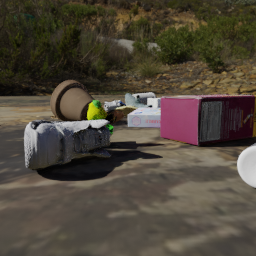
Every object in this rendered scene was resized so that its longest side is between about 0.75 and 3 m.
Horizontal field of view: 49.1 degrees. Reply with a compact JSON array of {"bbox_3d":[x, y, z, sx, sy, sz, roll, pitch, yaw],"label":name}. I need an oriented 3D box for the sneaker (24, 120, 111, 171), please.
[{"bbox_3d":[-1.032,0.230,5.370,1.328,0.868,2.310,-3,5,2],"label":"sneaker"}]

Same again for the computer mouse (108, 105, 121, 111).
[{"bbox_3d":[-0.025,-1.017,15.567,2.471,0.420,0.724,4,8,24],"label":"computer mouse"}]

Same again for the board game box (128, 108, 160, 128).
[{"bbox_3d":[1.421,-0.438,11.085,2.431,0.501,2.437,2,10,13],"label":"board game box"}]

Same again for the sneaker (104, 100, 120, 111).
[{"bbox_3d":[-1.079,-1.424,17.649,0.924,0.604,1.608,1,11,-15],"label":"sneaker"}]

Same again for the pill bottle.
[{"bbox_3d":[2.208,0.496,4.399,0.646,0.646,1.217,6,10,36],"label":"pill bottle"}]

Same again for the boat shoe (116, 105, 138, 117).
[{"bbox_3d":[0.064,-0.813,13.276,1.666,0.608,0.524,-1,27,48],"label":"boat shoe"}]

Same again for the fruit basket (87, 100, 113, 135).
[{"bbox_3d":[-0.702,-0.142,6.939,0.770,1.068,1.068,21,6,-7],"label":"fruit basket"}]

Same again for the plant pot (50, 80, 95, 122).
[{"bbox_3d":[-1.950,-0.886,11.177,1.516,1.738,1.738,27,23,35],"label":"plant pot"}]

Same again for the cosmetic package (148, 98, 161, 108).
[{"bbox_3d":[1.537,-0.924,13.059,0.938,0.939,1.138,-3,9,-19],"label":"cosmetic package"}]

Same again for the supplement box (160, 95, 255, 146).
[{"bbox_3d":[2.300,-0.316,7.902,2.367,1.222,1.550,-5,10,-30],"label":"supplement box"}]

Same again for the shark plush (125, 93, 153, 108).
[{"bbox_3d":[0.357,-1.099,13.649,1.220,1.119,2.686,-1,8,-10],"label":"shark plush"}]

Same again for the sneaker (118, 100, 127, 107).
[{"bbox_3d":[-0.272,-1.365,18.223,0.406,0.588,1.057,-35,-37,13],"label":"sneaker"}]

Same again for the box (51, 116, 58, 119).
[{"bbox_3d":[-2.987,-0.543,13.340,0.879,0.114,1.076,7,11,43],"label":"box"}]

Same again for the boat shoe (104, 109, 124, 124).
[{"bbox_3d":[-0.688,-0.396,11.138,1.552,0.558,0.528,-10,24,-41],"label":"boat shoe"}]

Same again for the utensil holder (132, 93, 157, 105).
[{"bbox_3d":[0.899,-1.519,16.738,1.324,1.125,1.125,-9,12,-35],"label":"utensil holder"}]
